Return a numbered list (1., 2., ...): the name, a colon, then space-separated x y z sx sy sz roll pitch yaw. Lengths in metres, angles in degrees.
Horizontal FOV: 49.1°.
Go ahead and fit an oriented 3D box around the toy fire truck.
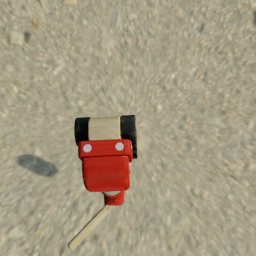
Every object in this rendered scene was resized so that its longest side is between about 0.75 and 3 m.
1. toy fire truck: -0.321 0.682 3.358 0.917 1.255 1.426 -3 71 1
